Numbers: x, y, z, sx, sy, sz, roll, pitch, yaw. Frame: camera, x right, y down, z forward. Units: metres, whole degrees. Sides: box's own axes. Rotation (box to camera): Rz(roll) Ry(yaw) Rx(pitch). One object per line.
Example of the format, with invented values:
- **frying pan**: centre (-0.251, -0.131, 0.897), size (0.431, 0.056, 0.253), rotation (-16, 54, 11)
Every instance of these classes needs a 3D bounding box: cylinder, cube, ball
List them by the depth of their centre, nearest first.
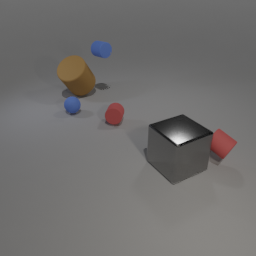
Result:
- **cube**: centre (1.559, 0.602, 8.669), size (1.400, 1.400, 1.400), rotation (-17, 34, -26)
- **cylinder**: centre (2.917, 0.495, 8.784), size (0.700, 0.700, 0.700), rotation (41, 45, 19)
- **cylinder**: centre (-0.531, -0.586, 11.274), size (0.700, 0.700, 0.700), rotation (3, 23, 5)
- **ball**: centre (-2.377, -0.990, 11.967), size (0.700, 0.700, 0.700), rotation (0, 30, 0)
- **cylinder**: centre (-1.214, -3.567, 12.711), size (0.700, 0.700, 0.700), rotation (-24, 34, -35)
- **cylinder**: centre (-2.414, -2.454, 13.223), size (1.400, 1.400, 1.400), rotation (-6, 67, 13)
